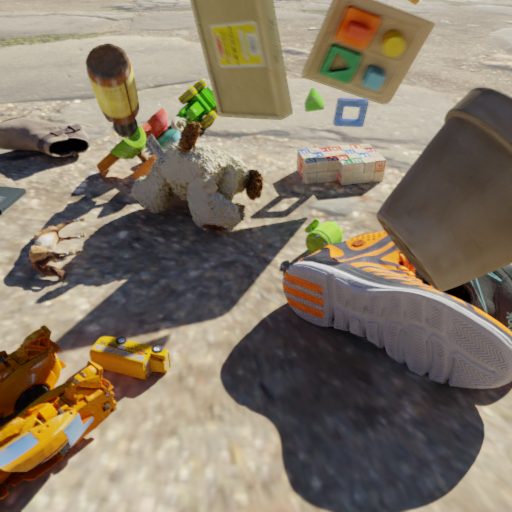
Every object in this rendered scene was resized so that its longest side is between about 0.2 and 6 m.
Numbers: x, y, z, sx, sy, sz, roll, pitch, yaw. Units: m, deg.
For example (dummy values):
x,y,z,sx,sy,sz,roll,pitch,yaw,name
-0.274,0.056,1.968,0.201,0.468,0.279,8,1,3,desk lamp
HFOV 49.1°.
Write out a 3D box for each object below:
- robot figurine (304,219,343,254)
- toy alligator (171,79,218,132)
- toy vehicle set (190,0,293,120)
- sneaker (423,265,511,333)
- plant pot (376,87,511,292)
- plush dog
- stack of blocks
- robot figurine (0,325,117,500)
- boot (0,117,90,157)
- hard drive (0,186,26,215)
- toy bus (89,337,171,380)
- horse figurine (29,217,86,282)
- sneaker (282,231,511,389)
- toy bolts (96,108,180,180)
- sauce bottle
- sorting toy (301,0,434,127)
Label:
x,y,z,sx,sy,sz,roll,pitch,yaw,name
1.239,-0.305,10.234,0.756,0.499,0.862,47,47,10,robot figurine
-1.798,-3.917,15.443,0.980,1.072,3.614,-31,19,33,toy alligator
-0.243,-3.041,8.036,1.331,2.143,0.284,17,42,40,toy vehicle set
3.200,0.128,8.973,1.248,1.187,3.149,-9,34,-9,sneaker
2.392,-0.578,6.357,1.736,2.001,2.001,-38,36,7,plant pot
-1.019,-1.672,11.450,2.440,1.958,2.096,17,13,24,plush dog
1.937,-2.094,12.944,1.804,0.528,1.039,-7,34,-10,stack of blocks
-3.283,2.071,6.231,2.246,0.902,3.098,23,39,33,robot figurine
-5.356,-2.866,13.858,2.320,0.815,1.696,-20,37,-30,boot
-5.459,-1.196,11.909,0.687,0.162,0.984,6,34,9,hard drive
-1.732,1.415,7.748,1.050,0.342,0.411,11,35,16,toy bus
-3.651,-0.160,10.062,1.072,0.404,1.617,-12,39,3,horse figurine
2.299,0.474,8.257,3.551,1.377,1.989,24,41,32,sneaker
-2.481,-2.251,13.031,1.886,1.369,1.974,-25,22,46,toy bolts
-1.700,-1.925,6.831,0.521,1.578,0.521,2,75,-7,sauce bottle
2.261,-4.146,11.459,2.174,3.860,0.526,12,47,-13,sorting toy
